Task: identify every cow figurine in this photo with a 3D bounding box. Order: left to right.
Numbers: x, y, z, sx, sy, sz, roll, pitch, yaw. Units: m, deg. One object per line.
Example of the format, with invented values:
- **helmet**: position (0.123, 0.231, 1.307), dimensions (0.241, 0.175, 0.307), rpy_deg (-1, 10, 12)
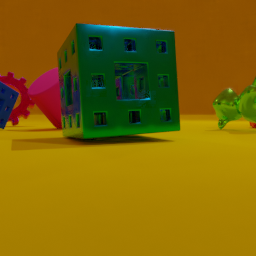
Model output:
- **cow figurine**: position (2.715, -0.393, 6.075), dimensions (1.692, 0.929, 1.665), rpy_deg (36, -24, 23)

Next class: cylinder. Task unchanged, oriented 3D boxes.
- **cylinder**: position (-1.665, -0.737, 6.845), dimensions (1.096, 1.096, 1.096), rpy_deg (-20, 38, 16)

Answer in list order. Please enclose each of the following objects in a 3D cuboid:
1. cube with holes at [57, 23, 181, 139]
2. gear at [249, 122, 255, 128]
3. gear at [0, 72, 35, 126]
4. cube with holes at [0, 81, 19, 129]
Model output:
- **cube with holes**: position (-0.209, -0.585, 4.135), dimensions (1.353, 1.353, 1.353), rpy_deg (-4, 1, -23)
- **gear**: position (3.802, -0.252, 7.351), dimensions (1.129, 0.209, 1.129), rpy_deg (-15, 7, 2)
- **gear**: position (-3.573, -0.853, 8.178), dimensions (1.606, 1.606, 0.297), rpy_deg (-1, -16, -25)
- **cube with holes**: position (-3.330, -0.643, 6.424), dimensions (0.944, 0.944, 0.944), rpy_deg (13, -13, 22)
